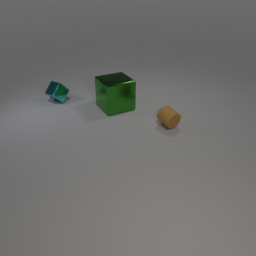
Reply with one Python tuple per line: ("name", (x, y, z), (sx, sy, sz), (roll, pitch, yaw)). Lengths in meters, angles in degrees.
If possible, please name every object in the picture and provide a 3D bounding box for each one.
("cylinder", (1.650, -0.453, 11.327), (0.700, 0.700, 0.700), (-19, 45, -28))
("cube", (-3.360, -1.722, 13.296), (0.700, 0.700, 0.700), (17, 77, 38))
("cube", (-0.576, -1.583, 12.684), (1.400, 1.400, 1.400), (-15, 33, -24))
